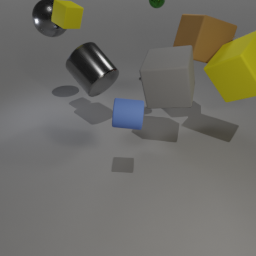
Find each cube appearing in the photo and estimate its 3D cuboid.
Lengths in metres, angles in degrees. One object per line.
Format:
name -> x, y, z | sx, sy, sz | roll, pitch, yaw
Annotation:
cube -> 2.594, -3.046, 9.723 | 1.400, 1.400, 1.400 | 6, 19, -25
cube -> -1.992, -3.724, 9.204 | 0.700, 0.700, 0.700 | 38, 37, 27
cube -> 1.280, -1.566, 8.691 | 1.400, 1.400, 1.400 | 0, 40, 19
cube -> 3.488, -1.836, 8.539 | 1.400, 1.400, 1.400 | -48, 19, -26

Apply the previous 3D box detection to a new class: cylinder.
cylinder -> 0.000, -0.335, 6.664 | 0.700, 0.700, 0.700 | 6, 30, -1
cylinder -> -1.272, -2.086, 10.065 | 1.400, 1.400, 1.400 | -31, 77, -42

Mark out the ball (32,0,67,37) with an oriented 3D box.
ball -> -2.961, -4.231, 10.785 | 1.400, 1.400, 1.400 | 0, 30, 0

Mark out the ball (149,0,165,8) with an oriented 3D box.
ball -> 1.225, -5.433, 11.833 | 0.700, 0.700, 0.700 | 0, 30, 0
